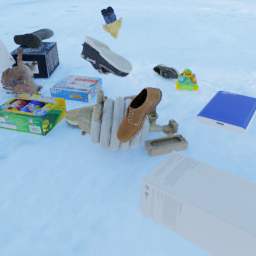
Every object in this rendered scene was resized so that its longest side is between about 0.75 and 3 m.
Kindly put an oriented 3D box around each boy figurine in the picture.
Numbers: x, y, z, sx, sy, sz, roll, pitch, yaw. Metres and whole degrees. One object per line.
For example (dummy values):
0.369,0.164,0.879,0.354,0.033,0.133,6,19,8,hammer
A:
-0.520,-3.613,9.732,0.766,1.232,0.397,-25,65,3,boy figurine

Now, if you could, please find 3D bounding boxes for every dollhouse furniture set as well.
0.830,-0.161,8.491,1.502,1.287,1.580,-10,33,-16,dollhouse furniture set

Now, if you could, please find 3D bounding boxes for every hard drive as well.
3.729,-0.661,10.257,1.653,0.318,2.505,18,35,27,hard drive

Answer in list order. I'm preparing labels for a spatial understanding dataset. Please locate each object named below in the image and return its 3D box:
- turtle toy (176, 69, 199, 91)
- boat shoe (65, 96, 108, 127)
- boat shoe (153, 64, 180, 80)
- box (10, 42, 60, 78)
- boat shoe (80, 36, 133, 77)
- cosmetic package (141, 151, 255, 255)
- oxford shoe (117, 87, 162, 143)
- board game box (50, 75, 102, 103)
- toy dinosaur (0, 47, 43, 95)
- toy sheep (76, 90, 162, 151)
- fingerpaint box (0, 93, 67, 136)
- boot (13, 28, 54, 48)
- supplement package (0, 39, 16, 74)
2.615,-2.148,12.362,0.996,0.691,1.367,4,31,7,turtle toy
-0.832,-0.636,9.551,2.636,1.004,0.945,-3,31,-5,boat shoe
1.786,-2.626,13.323,0.557,0.606,1.695,-23,35,-19,boat shoe
-4.553,-3.431,13.962,1.707,1.232,2.301,0,30,0,box
-0.840,-2.268,9.485,1.034,0.845,2.799,4,31,-43,boat shoe
1.682,1.600,5.753,2.582,1.095,1.389,23,37,32,cosmetic package
0.123,-0.336,6.838,0.596,1.672,0.596,6,34,-49,oxford shoe
-2.144,-1.703,11.844,1.675,0.468,1.640,8,32,14,board game box
-4.819,-2.105,11.992,2.937,1.990,1.261,0,-19,43,toy dinosaur
-0.249,-0.144,8.084,2.527,1.742,1.742,10,31,-1,toy sheep
-3.337,-0.536,9.694,1.894,0.695,1.580,9,32,15,fingerpaint box
-4.445,-4.562,14.126,1.844,0.736,2.028,18,27,23,boot
-6.534,-2.468,10.663,2.835,2.085,2.711,-19,27,17,supplement package
